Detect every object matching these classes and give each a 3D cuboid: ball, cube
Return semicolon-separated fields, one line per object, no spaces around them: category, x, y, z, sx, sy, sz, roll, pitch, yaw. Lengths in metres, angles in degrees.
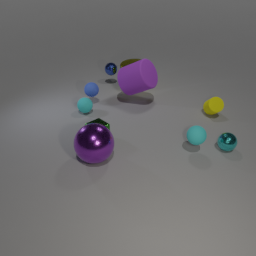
ball;3.659;0.508;10.317;0.700;0.700;0.700;0;31;0
ball;-0.939;-3.269;15.513;0.700;0.700;0.700;0;31;0
ball;-1.745;-1.837;13.429;0.700;0.700;0.700;0;31;0
ball;-1.168;0.531;9.667;1.400;1.400;1.400;0;31;0
ball;2.447;0.260;9.997;0.700;0.700;0.700;0;31;0
ball;-1.960;-1.040;12.767;0.700;0.700;0.700;0;31;0
cube;-1.180;0.133;10.952;0.700;0.700;0.700;-26;40;-36

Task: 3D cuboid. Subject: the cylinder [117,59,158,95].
cylinder;0.459;-2.382;13.222;1.400;1.400;1.400;-13;19;38

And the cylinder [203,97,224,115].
cylinder;3.818;-0.982;12.525;0.700;0.700;0.700;-4;-7;-6

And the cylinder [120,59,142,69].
cylinder;0.319;-2.835;15.084;1.400;1.400;1.400;-2;33;2
